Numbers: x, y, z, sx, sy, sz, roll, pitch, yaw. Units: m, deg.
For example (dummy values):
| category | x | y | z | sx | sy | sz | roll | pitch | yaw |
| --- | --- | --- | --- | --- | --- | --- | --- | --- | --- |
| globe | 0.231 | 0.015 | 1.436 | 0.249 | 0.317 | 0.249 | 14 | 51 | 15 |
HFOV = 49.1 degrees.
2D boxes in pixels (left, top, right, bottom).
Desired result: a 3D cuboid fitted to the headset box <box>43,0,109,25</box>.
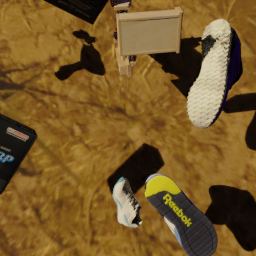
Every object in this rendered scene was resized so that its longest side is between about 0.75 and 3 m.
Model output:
| category | x | y | z | sx | sy | sz | roll | pitch | yaw |
| --- | --- | --- | --- | --- | --- | --- | --- | --- | --- |
| headset box | -1.707 | -3.437 | 6.057 | 2.655 | 1.976 | 1.025 | 42 | 109 | 12 |

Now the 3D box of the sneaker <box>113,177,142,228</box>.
| category | x | y | z | sx | sy | sz | roll | pitch | yaw |
| --- | --- | --- | --- | --- | --- | --- | --- | --- | --- |
| sneaker | 0.019 | 1.397 | 5.269 | 0.442 | 1.095 | 0.419 | 9 | 34 | 32 |

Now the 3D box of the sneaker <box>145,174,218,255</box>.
| category | x | y | z | sx | sy | sz | roll | pitch | yaw |
| --- | --- | --- | --- | --- | --- | --- | --- | --- | --- |
| sneaker | 1.099 | 1.788 | 5.878 | 0.791 | 0.880 | 2.139 | -35 | 97 | -4 |

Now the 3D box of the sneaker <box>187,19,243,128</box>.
| category | x | y | z | sx | sy | sz | roll | pitch | yaw |
| --- | --- | --- | --- | --- | --- | --- | --- | --- | --- |
| sneaker | 2.123 | -1.092 | 6.351 | 0.827 | 1.183 | 2.379 | 13 | 90 | 44 |

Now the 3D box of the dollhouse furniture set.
| category | x | y | z | sx | sy | sz | roll | pitch | yaw |
| --- | --- | --- | --- | --- | --- | --- | --- | --- | --- |
| dollhouse furniture set | 0.281 | -2.389 | 6.589 | 1.222 | 1.431 | 2.760 | -6 | 40 | -4 |

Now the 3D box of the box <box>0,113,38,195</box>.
| category | x | y | z | sx | sy | sz | roll | pitch | yaw |
| --- | --- | --- | --- | --- | --- | --- | --- | --- | --- |
| box | -2.818 | 0.300 | 5.134 | 1.771 | 0.407 | 1.407 | 32 | 92 | -32 |
